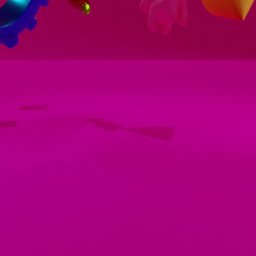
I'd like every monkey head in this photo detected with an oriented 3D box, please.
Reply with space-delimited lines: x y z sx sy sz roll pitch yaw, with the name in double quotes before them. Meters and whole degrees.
"monkey head" -1.368 -4.151 8.398 1.109 1.542 0.929 -19 13 -20

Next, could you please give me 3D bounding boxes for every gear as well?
"gear" -1.577 -1.737 3.430 0.316 1.708 1.708 34 21 6

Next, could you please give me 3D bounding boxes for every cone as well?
"cone" 2.095 -2.400 5.425 1.162 1.162 1.166 1 51 2

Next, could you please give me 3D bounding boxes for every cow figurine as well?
"cow figurine" 0.803 -2.828 6.381 0.721 1.293 1.314 5 -7 -33
